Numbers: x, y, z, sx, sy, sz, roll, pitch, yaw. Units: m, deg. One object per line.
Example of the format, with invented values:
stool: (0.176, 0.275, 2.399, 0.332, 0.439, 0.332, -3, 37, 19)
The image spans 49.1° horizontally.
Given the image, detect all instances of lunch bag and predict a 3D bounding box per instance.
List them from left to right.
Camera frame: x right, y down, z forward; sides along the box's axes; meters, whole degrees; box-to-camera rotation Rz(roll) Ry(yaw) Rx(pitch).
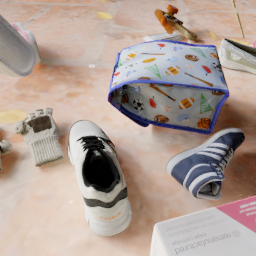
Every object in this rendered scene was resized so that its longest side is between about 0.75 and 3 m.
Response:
lunch bag: (0.931, -1.191, 7.399, 2.750, 1.703, 2.338, 9, 40, -1)

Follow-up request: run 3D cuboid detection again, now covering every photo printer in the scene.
photo printer: (-2.702, -1.608, 4.761, 1.763, 2.118, 0.736, 18, 80, 16)

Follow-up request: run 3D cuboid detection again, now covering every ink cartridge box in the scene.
ink cartridge box: (1.699, 2.405, 3.408, 2.055, 1.161, 2.805, -11, 41, -13)

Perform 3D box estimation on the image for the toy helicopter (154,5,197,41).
toy helicopter: (1.983, -4.372, 11.822, 1.488, 0.887, 2.249, -16, 54, -47)

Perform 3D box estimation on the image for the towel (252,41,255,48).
towel: (6.083, -3.156, 10.847, 1.485, 0.304, 2.030, -30, 48, -31)

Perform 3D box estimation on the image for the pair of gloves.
pair of gloves: (-2.737, 0.280, 6.613, 2.222, 0.390, 1.889, -12, 41, -13)

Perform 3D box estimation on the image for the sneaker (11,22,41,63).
sneaker: (-4.167, -2.934, 9.992, 1.532, 1.103, 2.931, -23, 41, -22)

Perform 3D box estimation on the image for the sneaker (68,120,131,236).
sneaker: (-0.605, 0.607, 5.635, 1.070, 1.161, 2.902, -14, 40, -14)

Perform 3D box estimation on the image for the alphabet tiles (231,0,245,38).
alphabet tiles: (2.988, -3.204, 7.759, 0.045, 1.423, 1.184, -18, 55, 24)

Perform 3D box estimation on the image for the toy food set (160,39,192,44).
toy food set: (1.696, -3.020, 10.540, 1.567, 0.473, 1.124, -4, 40, -4)

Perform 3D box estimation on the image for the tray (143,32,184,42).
tray: (1.490, -3.800, 11.729, 1.585, 0.176, 0.851, -17, 43, -19)

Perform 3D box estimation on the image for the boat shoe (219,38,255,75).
boat shoe: (4.432, -2.351, 9.406, 2.739, 0.878, 1.009, 19, 43, 22)

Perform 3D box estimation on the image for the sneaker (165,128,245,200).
sneaker: (1.885, 0.744, 5.776, 1.988, 0.697, 1.079, -24, 40, -16)
